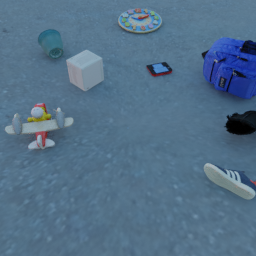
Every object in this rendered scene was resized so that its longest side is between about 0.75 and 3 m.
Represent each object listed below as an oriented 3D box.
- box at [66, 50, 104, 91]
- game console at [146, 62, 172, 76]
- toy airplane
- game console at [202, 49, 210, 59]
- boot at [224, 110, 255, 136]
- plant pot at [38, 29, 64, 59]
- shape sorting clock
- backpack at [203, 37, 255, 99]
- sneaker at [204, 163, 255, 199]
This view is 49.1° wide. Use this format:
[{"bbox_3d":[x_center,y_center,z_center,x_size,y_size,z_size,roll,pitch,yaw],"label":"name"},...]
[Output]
[{"bbox_3d":[-1.666,-2.278,11.077,0.938,1.090,1.096,34,56,28],"label":"box"},{"bbox_3d":[1.343,-2.541,11.983,0.945,0.147,0.836,-13,48,-12],"label":"game console"},{"bbox_3d":[-2.850,-0.129,9.010,1.636,1.159,1.643,28,53,23],"label":"toy airplane"},{"bbox_3d":[3.869,-3.157,12.604,0.795,0.526,0.904,19,42,-25],"label":"game console"},{"bbox_3d":[4.147,-0.150,8.831,1.516,0.685,1.851,-16,20,-42],"label":"boot"},{"bbox_3d":[-3.374,-3.672,12.519,1.046,1.046,0.983,-19,64,-17],"label":"plant pot"},{"bbox_3d":[0.636,-5.698,14.749,2.284,0.448,2.284,0,47,0],"label":"shape sorting clock"},{"bbox_3d":[4.005,-2.325,10.613,2.286,1.857,1.918,27,55,22],"label":"backpack"},{"bbox_3d":[2.944,1.381,8.026,1.526,0.572,0.645,33,54,15],"label":"sneaker"}]
